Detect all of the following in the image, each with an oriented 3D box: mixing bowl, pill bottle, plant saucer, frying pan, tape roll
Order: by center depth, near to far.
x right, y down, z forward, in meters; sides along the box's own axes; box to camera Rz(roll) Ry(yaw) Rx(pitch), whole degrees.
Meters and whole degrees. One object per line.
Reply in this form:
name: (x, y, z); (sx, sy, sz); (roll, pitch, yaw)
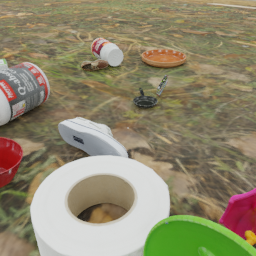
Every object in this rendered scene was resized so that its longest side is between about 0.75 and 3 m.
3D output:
tape roll: (-0.494, 1.679, 5.573); (2.656, 0.929, 2.656); (0, 31, 0)
mixing bowl: (-3.302, 0.951, 6.783); (1.490, 0.807, 1.490); (7, 32, -4)
pill bottle: (-4.124, -1.060, 9.381); (1.612, 1.612, 2.783); (16, 35, 24)
frying pan: (0.503, -1.118, 10.789); (0.924, 0.249, 1.528); (-16, 33, -25)
pill bottle: (-1.086, -3.944, 14.575); (1.085, 1.085, 1.981); (-16, 35, -24)
plant saucer: (1.890, -3.683, 14.847); (2.340, 0.378, 2.340); (0, 32, 0)

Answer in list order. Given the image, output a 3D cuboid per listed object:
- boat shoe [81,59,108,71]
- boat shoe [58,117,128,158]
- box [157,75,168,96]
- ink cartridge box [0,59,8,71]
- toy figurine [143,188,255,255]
boat shoe: (-1.634, -3.016, 13.686); (1.371, 0.519, 0.492); (-5, 34, 10)
boat shoe: (-0.881, 0.237, 7.883); (2.652, 0.976, 0.867); (27, 44, 34)
box: (1.371, -1.699, 11.138); (0.137, 0.435, 0.791); (24, 63, 16)
ink cartridge box: (-5.810, -1.561, 10.332); (2.828, 1.468, 0.839); (-15, 35, -23)
toy figurine: (2.152, 2.112, 4.309); (2.692, 2.196, 2.925); (-18, 57, -43)
